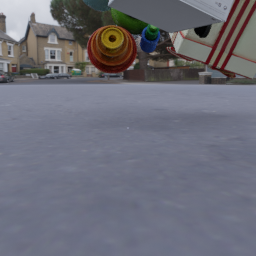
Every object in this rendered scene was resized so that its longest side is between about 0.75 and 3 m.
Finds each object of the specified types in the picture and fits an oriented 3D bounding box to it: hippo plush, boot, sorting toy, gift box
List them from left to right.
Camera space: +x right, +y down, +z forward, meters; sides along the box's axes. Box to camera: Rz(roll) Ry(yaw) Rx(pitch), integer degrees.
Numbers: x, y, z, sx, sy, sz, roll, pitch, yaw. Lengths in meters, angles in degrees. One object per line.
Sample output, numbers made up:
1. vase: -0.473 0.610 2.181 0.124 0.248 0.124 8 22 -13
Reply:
1. hippo plush: -0.500 -3.477 10.525 1.702 1.686 2.117 -23 26 3
2. sorting toy: 0.066 -2.660 7.239 1.656 2.756 1.131 27 -8 -1
3. boot: 1.060 -2.222 5.106 0.858 1.147 0.432 -6 11 -10
4. gift box: 2.847 -3.135 8.402 2.678 2.710 2.902 19 29 -4

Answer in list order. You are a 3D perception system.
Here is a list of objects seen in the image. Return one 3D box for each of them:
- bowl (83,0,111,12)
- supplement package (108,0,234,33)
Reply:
1. bowl: -0.875 -4.023 8.315 1.415 1.415 0.740 -10 -29 -43
2. supplement package: 0.449 -1.607 3.104 0.983 0.700 1.262 16 7 -20
